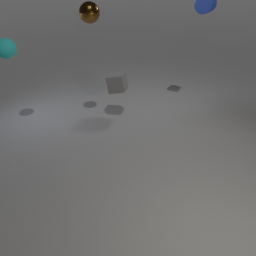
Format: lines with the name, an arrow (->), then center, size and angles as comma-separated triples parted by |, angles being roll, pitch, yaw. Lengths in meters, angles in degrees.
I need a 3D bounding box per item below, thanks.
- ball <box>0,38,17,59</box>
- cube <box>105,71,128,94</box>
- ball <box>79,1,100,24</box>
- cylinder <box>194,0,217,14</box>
ball -> -4.262, -2.769, 9.758 | 0.700, 0.700, 0.700 | 0, 30, 0
cube -> -0.446, -1.869, 11.550 | 0.700, 0.700, 0.700 | -3, 26, 16
ball -> -1.295, -3.876, 9.406 | 0.700, 0.700, 0.700 | 0, 30, 0
cylinder -> 3.102, -4.952, 11.185 | 0.700, 0.700, 0.700 | 17, 35, 28
